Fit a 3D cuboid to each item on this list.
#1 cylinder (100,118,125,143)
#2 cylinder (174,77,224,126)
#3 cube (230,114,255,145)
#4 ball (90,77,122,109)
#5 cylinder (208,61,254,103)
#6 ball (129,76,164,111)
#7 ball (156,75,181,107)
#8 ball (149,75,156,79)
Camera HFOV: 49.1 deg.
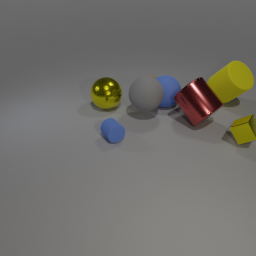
[{"bbox_3d":[-0.557,0.083,10.235,0.700,0.700,0.700,-16,33,-24],"label":"cylinder"},{"bbox_3d":[2.737,-1.020,10.923,1.400,1.400,1.400,-28,78,-37],"label":"cylinder"},{"bbox_3d":[4.112,0.050,9.779,0.700,0.700,0.700,-24,10,44],"label":"cube"},{"bbox_3d":[-0.945,-1.511,12.193,1.400,1.400,1.400,0,32,0],"label":"ball"},{"bbox_3d":[4.485,-1.999,12.316,1.400,1.400,1.400,9,68,-22],"label":"cylinder"},{"bbox_3d":[0.723,-1.376,11.243,1.400,1.400,1.400,0,32,0],"label":"ball"},{"bbox_3d":[1.637,-1.608,12.324,1.400,1.400,1.400,0,32,0],"label":"ball"},{"bbox_3d":[1.017,-2.090,13.023,0.700,0.700,0.700,0,32,0],"label":"ball"}]
